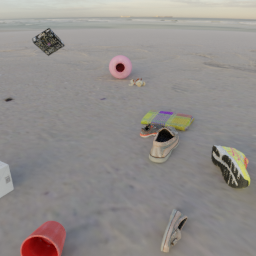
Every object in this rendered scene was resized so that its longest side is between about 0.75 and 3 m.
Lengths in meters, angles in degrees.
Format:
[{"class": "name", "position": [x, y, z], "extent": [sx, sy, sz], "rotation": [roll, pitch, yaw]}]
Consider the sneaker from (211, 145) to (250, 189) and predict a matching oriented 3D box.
[{"class": "sneaker", "position": [3.309, 1.088, 8.547], "extent": [0.938, 0.812, 2.077], "rotation": [1, 25, -4]}]

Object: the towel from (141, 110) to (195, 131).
[{"class": "towel", "position": [1.756, -0.357, 12.277], "extent": [2.087, 0.238, 1.499], "rotation": [10, 28, 21]}]

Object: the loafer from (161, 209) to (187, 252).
[{"class": "loafer", "position": [1.075, 2.324, 6.372], "extent": [0.398, 0.455, 1.267], "rotation": [15, 26, 15]}]

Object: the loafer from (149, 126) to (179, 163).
[{"class": "loafer", "position": [1.366, 0.375, 10.094], "extent": [0.856, 0.749, 2.381], "rotation": [9, 27, 18]}]

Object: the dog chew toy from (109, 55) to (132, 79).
[{"class": "dog chew toy", "position": [-0.479, -4.222, 19.107], "extent": [1.520, 1.520, 2.441], "rotation": [1, 18, 1]}]

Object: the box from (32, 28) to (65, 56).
[{"class": "box", "position": [-3.532, -3.812, 12.495], "extent": [0.945, 0.257, 1.180], "rotation": [-28, -22, 10]}]

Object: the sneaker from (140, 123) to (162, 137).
[{"class": "sneaker", "position": [0.966, 0.021, 11.192], "extent": [1.117, 0.457, 0.430], "rotation": [-21, 32, -37]}]

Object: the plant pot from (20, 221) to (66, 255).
[{"class": "plant pot", "position": [-1.691, 2.391, 5.849], "extent": [0.833, 0.833, 0.737], "rotation": [3, 14, 7]}]

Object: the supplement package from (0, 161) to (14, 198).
[{"class": "supplement package", "position": [-3.959, 1.395, 7.789], "extent": [1.137, 0.863, 0.857], "rotation": [15, 29, 29]}]

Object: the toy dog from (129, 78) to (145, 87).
[{"class": "toy dog", "position": [0.571, -2.899, 17.339], "extent": [1.039, 0.500, 0.685], "rotation": [11, 27, 22]}]
